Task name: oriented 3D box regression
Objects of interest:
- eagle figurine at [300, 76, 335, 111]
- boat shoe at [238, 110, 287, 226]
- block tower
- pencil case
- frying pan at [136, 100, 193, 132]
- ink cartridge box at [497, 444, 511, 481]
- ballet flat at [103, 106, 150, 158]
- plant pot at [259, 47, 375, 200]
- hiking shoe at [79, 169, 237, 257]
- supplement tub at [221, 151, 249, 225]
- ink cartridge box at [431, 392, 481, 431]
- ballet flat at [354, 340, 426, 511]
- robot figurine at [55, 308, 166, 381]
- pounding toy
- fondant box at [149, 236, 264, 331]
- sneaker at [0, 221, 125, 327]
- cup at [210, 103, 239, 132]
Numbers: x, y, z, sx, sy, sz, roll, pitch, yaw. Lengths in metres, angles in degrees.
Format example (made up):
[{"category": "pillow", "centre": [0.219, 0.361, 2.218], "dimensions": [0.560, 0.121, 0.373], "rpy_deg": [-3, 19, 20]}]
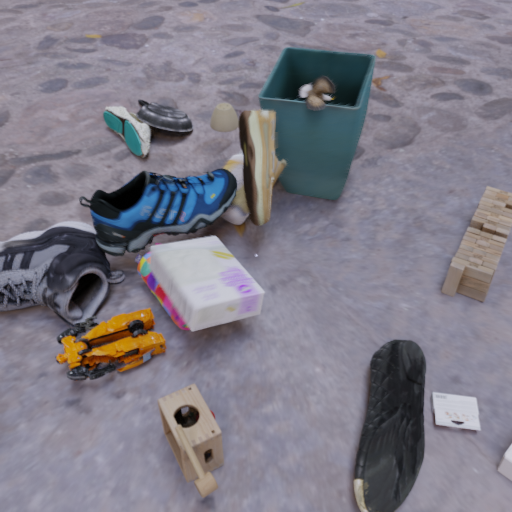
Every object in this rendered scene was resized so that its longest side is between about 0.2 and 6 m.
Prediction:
[{"category": "eagle figurine", "centre": [1.194, -3.073, 10.743], "dimensions": [0.594, 0.597, 0.787], "rpy_deg": [-19, 7, 6]}, {"category": "boat shoe", "centre": [0.205, -1.725, 10.979], "dimensions": [0.851, 2.235, 0.801], "rpy_deg": [-7, 11, -17]}, {"category": "block tower", "centre": [4.670, -0.271, 11.454], "dimensions": [0.845, 0.790, 2.924], "rpy_deg": [21, 47, 23]}, {"category": "pencil case", "centre": [-1.558, 0.574, 10.494], "dimensions": [0.808, 0.808, 1.828], "rpy_deg": [-25, 50, -25]}, {"category": "frying pan", "centre": [-2.554, -4.039, 15.781], "dimensions": [1.593, 0.429, 2.633], "rpy_deg": [10, 28, -14]}, {"category": "ink cartridge box", "centre": [4.154, 3.071, 8.038], "dimensions": [0.756, 0.441, 1.045], "rpy_deg": [-34, 52, -31]}, {"category": "ballet flat", "centre": [-3.273, -3.425, 14.911], "dimensions": [0.839, 0.839, 2.338], "rpy_deg": [-26, 50, -26]}, {"category": "plant pot", "centre": [1.390, -2.765, 12.554], "dimensions": [2.020, 2.859, 2.021], "rpy_deg": [11, 50, 15]}, {"category": "hiking shoe", "centre": [-1.694, -1.079, 10.705], "dimensions": [3.035, 1.316, 1.129], "rpy_deg": [-28, 48, -20]}, {"category": "supplement tub", "centre": [-0.342, -1.530, 12.217], "dimensions": [1.059, 1.059, 1.467], "rpy_deg": [31, 79, 29]}, {"category": "ink cartridge box", "centre": [3.164, 2.495, 8.894], "dimensions": [0.698, 0.152, 0.606], "rpy_deg": [6, 43, 7]}, {"category": "ballet flat", "centre": [2.025, 2.567, 8.554], "dimensions": [0.985, 0.842, 2.963], "rpy_deg": [36, 48, -11]}, {"category": "robot figurine", "centre": [-2.525, 1.558, 9.651], "dimensions": [1.779, 0.518, 1.290], "rpy_deg": [-17, 45, -19]}, {"category": "pounding toy", "centre": [-0.777, 2.599, 7.888], "dimensions": [0.694, 1.333, 1.518], "rpy_deg": [-20, 46, -21]}, {"category": "fondant box", "centre": [-0.901, 0.420, 9.823], "dimensions": [1.339, 0.540, 1.855], "rpy_deg": [-11, 40, -31]}, {"category": "sneaker", "centre": [-4.131, 0.576, 10.071], "dimensions": [3.463, 1.307, 1.971], "rpy_deg": [-25, 44, -29]}, {"category": "cup", "centre": [-0.890, -3.905, 15.605], "dimensions": [0.816, 0.584, 0.816], "rpy_deg": [0, 42, 0]}]
